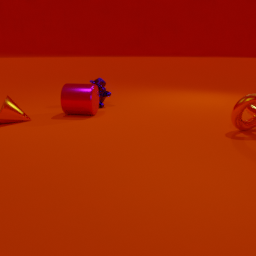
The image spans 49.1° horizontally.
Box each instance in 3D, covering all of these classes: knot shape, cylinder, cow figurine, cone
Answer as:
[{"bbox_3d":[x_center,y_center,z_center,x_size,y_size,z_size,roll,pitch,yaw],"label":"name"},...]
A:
[{"bbox_3d":[4.149,-0.445,8.398,1.956,0.904,1.831,-8,-12,24],"label":"knot shape"},{"bbox_3d":[-1.780,-1.081,10.521,1.161,1.161,1.161,2,16,8],"label":"cylinder"},{"bbox_3d":[-1.321,-1.547,12.173,1.278,1.299,0.713,20,-12,45],"label":"cow figurine"},{"bbox_3d":[-3.778,-0.442,9.524,1.029,1.025,1.025,22,5,-26],"label":"cone"}]
